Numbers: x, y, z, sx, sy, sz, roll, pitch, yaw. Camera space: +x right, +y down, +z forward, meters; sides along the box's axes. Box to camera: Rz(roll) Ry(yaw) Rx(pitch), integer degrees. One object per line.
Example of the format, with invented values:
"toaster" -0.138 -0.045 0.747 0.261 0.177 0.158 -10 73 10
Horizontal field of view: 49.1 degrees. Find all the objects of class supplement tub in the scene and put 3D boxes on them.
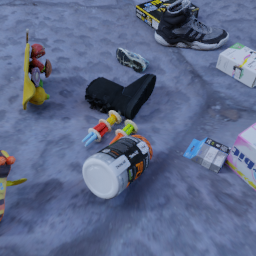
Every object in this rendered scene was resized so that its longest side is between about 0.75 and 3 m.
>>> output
"supplement tub" -0.173 0.865 6.935 1.091 1.091 1.780 29 34 22

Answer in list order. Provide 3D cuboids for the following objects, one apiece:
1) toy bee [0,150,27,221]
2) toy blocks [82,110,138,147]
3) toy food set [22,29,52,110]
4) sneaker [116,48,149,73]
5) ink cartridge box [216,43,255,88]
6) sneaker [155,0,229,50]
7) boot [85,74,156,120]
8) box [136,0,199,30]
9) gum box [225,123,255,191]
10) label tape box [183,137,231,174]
"toy bee" -3.088 1.034 6.148 1.378 2.535 1.660 -4 18 37
"toy blocks" -0.546 0.200 8.128 1.136 0.495 1.363 31 56 24
"toy food set" -2.899 -1.824 9.074 0.880 1.585 2.694 3 62 -20
"sneaker" 0.164 -2.583 10.540 1.440 0.559 0.622 38 47 20
"ink cartridge box" 4.209 -2.293 10.118 1.132 0.657 1.563 -34 58 -25
"sneaker" 2.574 -4.070 10.945 2.958 1.683 1.116 4 50 4
"boot" -0.242 -1.259 9.205 1.760 0.795 2.148 22 56 19
"box" 1.764 -5.271 12.714 2.272 0.561 1.815 -27 53 -21
"gum box" 3.626 1.113 6.822 0.755 1.296 2.284 -29 56 -22
"label tape box" 2.201 0.676 7.828 1.064 0.337 0.767 27 55 20
